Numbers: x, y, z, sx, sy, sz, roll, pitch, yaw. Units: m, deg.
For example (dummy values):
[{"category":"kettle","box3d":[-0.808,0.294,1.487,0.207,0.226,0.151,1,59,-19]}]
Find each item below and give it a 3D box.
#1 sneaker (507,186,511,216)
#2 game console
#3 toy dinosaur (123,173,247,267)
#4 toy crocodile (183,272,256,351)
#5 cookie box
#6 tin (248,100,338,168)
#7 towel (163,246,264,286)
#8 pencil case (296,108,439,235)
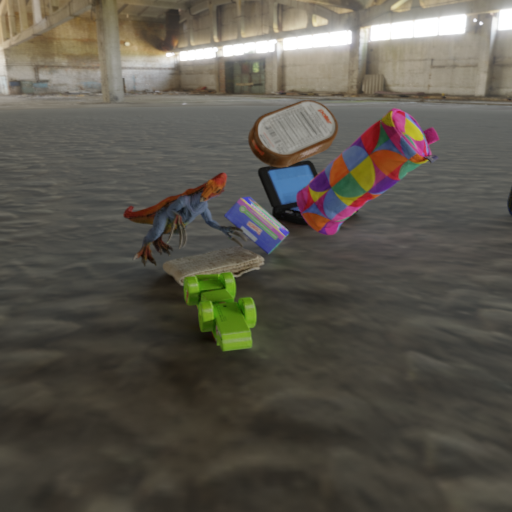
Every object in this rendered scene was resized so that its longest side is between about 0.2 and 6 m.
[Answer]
[{"category":"sneaker","box3d":[5.803,-1.050,11.364,0.983,0.840,2.230,8,29,7]},{"category":"game console","box3d":[1.125,-1.376,11.849,1.718,1.000,1.511,-17,24,-40]},{"category":"toy dinosaur","box3d":[-1.202,-0.702,8.374,2.109,1.914,1.107,43,29,16]},{"category":"toy crocodile","box3d":[-0.451,0.640,6.669,0.618,0.566,1.832,-7,24,-18]},{"category":"cookie box","box3d":[0.040,-0.514,9.129,0.943,0.414,1.102,42,10,0]},{"category":"tin","box3d":[0.554,-1.761,8.006,1.418,0.794,0.297,-27,-9,-27]},{"category":"towel","box3d":[-0.645,0.147,8.419,1.374,0.237,0.911,-12,17,-23]},{"category":"pencil case","box3d":[1.716,-1.293,8.975,2.363,1.044,1.044,-37,-7,37]}]
